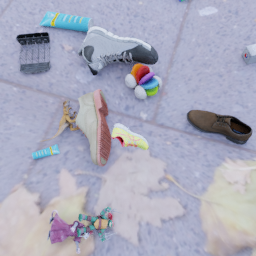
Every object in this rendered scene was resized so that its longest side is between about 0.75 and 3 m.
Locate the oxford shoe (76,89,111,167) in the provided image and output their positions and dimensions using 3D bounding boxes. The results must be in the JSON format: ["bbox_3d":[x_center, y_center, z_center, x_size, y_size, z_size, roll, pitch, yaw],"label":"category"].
[{"bbox_3d":[-1.098,0.031,8.704,0.951,0.911,2.575,-13,59,11],"label":"oxford shoe"}]

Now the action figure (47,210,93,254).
[{"bbox_3d":[-1.540,2.789,7.591,1.199,0.892,0.803,6,107,-12],"label":"action figure"}]

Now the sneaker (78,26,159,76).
[{"bbox_3d":[-0.496,-2.361,9.721,2.881,1.081,1.664,24,72,22],"label":"sneaker"}]

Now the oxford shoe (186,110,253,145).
[{"bbox_3d":[2.860,-0.204,8.726,2.056,0.868,0.747,18,68,10],"label":"oxford shoe"}]

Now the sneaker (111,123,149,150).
[{"bbox_3d":[0.032,0.360,7.671,1.142,0.446,0.515,29,62,-6],"label":"sneaker"}]

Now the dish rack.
[{"bbox_3d":[-3.389,-2.698,10.121,1.212,0.431,1.580,-7,66,-2],"label":"dish rack"}]

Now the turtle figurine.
[{"bbox_3d":[-0.750,2.590,7.534,1.180,0.594,0.883,6,69,-21],"label":"turtle figurine"}]

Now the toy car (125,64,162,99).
[{"bbox_3d":[0.565,-1.626,9.297,1.030,0.883,1.177,-34,77,-21],"label":"toy car"}]

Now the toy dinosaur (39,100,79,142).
[{"bbox_3d":[-2.020,-0.117,8.959,0.909,0.517,1.711,3,54,15],"label":"toy dinosaur"}]

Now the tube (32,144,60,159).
[{"bbox_3d":[-2.542,0.758,8.657,0.806,0.203,0.312,-17,79,-12],"label":"tube"}]

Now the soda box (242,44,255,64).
[{"bbox_3d":[4.939,-2.781,10.111,1.481,0.506,0.470,-14,66,-6],"label":"soda box"}]

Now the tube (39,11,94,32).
[{"bbox_3d":[-2.351,-4.089,10.780,2.034,0.513,0.788,12,57,12],"label":"tube"}]

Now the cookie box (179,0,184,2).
[{"bbox_3d":[2.351,-5.736,11.562,0.942,0.354,0.806,-29,70,-12],"label":"cookie box"}]
